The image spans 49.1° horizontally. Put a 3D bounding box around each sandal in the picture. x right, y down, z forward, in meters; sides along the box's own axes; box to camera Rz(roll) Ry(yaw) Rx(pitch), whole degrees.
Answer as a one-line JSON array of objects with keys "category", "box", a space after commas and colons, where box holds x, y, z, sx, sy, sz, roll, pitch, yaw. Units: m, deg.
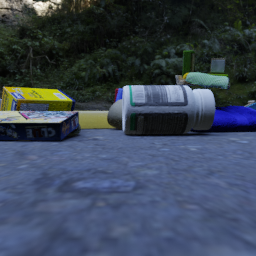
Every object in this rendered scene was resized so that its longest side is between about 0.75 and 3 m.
[{"category": "sandal", "box": [-1.772, -0.038, 8.318, 0.668, 0.480, 1.683, -11, 23, -12]}]

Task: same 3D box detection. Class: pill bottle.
[{"category": "pill bottle", "box": [1.089, -0.517, 8.009, 2.469, 1.396, 1.396, 0, 3, -4]}]

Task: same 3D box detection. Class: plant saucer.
[{"category": "plant saucer", "box": [-1.688, -0.376, 11.800, 2.913, 0.706, 2.912, -1, 4, -19]}]

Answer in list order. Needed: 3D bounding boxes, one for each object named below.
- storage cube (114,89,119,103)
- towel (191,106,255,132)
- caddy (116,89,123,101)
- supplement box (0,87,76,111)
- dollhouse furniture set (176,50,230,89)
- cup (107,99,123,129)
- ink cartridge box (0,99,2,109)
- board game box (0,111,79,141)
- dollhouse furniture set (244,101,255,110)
[{"category": "storage cube", "box": [0.280, -1.249, 16.101, 1.841, 2.048, 1.751, 7, 4, 11]}, {"category": "towel", "box": [3.274, -0.408, 9.816, 2.894, 0.717, 2.137, -1, 12, -12]}, {"category": "caddy", "box": [0.688, -0.864, 12.971, 2.919, 1.532, 2.063, 5, 9, -38]}, {"category": "supplement box", "box": [-2.932, -0.603, 9.149, 2.026, 1.103, 1.110, -3, 28, -45]}, {"category": "dollhouse furniture set", "box": [2.972, -2.294, 10.799, 1.886, 1.444, 2.878, 5, 11, 17]}, {"category": "cup", "box": [-0.088, -0.374, 10.129, 0.794, 1.111, 1.111, 35, 24, 34]}, {"category": "ink cartridge box", "box": [-7.238, -0.865, 14.617, 0.775, 1.342, 1.839, 2, 4, 22]}, {"category": "board game box", "box": [-2.621, -0.088, 6.899, 2.490, 0.431, 1.687, 0, 12, 4]}, {"category": "dollhouse furniture set", "box": [5.864, -0.540, 11.750, 2.054, 1.439, 1.447, -25, 7, -6]}]
